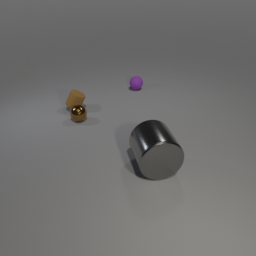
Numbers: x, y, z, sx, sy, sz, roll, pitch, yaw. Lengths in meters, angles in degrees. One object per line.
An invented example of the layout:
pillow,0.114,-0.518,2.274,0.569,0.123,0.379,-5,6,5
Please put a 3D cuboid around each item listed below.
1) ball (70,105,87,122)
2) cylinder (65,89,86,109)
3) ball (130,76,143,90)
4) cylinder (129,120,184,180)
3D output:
ball,-2.069,-0.618,11.709,0.700,0.700,0.700,0,30,0
cylinder,-2.353,-1.259,12.543,0.700,0.700,0.700,25,22,-11
ball,0.436,-2.367,14.658,0.700,0.700,0.700,0,30,0
cylinder,0.863,0.660,8.804,1.400,1.400,1.400,-6,31,-11
